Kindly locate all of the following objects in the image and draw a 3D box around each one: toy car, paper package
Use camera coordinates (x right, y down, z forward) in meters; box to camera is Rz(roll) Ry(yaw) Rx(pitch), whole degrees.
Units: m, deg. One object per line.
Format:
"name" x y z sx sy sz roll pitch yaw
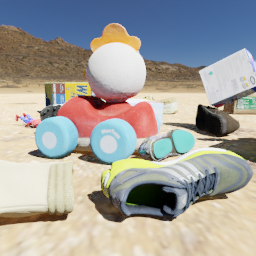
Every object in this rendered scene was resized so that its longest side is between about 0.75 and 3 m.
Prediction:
"toy car" -0.498 -0.846 6.119 2.357 2.664 2.456 3 9 20
"paper package" 6.192 -1.330 14.308 2.174 1.125 2.072 1 9 4

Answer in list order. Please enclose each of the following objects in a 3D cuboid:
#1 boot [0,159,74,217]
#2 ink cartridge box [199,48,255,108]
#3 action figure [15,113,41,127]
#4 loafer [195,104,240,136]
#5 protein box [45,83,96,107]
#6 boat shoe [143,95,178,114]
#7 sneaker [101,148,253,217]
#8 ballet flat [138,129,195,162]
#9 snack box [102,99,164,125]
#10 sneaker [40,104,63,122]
"boot" -1.330 0.608 3.401 1.318 0.617 1.696 -3 10 -17
"ink cartridge box" 3.220 -1.503 8.416 1.794 1.224 0.685 -25 -19 35
"action figure" -3.300 -0.207 9.581 1.486 0.384 0.486 14 21 41
"loafer" 2.681 -0.203 8.572 0.767 0.784 2.149 3 18 -9
"protein box" -2.799 -1.488 13.937 2.266 1.529 2.249 -4 10 -25
"boat shoe" 1.145 -1.207 14.205 2.723 0.904 1.008 1 9 10
"sneaker" 0.617 0.689 3.202 1.811 0.669 0.733 -9 17 -8
"ballet flat" 0.754 0.325 5.617 0.571 0.571 1.586 8 10 40
"snack box" 0.035 -0.680 10.909 2.152 0.864 2.552 0 8 -7
"sneaker" -1.162 -0.235 8.250 2.686 0.893 1.215 3 6 -5
